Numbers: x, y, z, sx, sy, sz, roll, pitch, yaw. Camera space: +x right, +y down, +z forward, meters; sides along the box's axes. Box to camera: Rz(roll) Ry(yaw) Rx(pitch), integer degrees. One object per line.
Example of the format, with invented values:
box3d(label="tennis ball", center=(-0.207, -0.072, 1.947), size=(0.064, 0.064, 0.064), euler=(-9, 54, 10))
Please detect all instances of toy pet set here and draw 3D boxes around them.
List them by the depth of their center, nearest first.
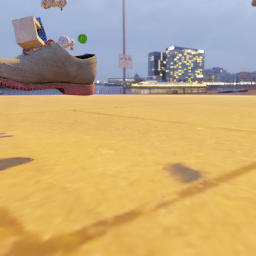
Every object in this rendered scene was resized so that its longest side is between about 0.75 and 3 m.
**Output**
box3d(label="toy pet set", center=(-2.691, -3.266, 10.136), size=(2.505, 2.683, 1.425), euler=(-12, -1, 0))

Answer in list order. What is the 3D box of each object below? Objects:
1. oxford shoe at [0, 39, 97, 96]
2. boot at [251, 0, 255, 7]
box3d(label="oxford shoe", center=(-1.722, -1.222, 5.276), size=(2.627, 0.982, 0.925), euler=(-2, 22, -46))
box3d(label="boot", center=(3.909, -3.699, 8.069), size=(0.310, 0.403, 0.843), euler=(13, -22, -18))
